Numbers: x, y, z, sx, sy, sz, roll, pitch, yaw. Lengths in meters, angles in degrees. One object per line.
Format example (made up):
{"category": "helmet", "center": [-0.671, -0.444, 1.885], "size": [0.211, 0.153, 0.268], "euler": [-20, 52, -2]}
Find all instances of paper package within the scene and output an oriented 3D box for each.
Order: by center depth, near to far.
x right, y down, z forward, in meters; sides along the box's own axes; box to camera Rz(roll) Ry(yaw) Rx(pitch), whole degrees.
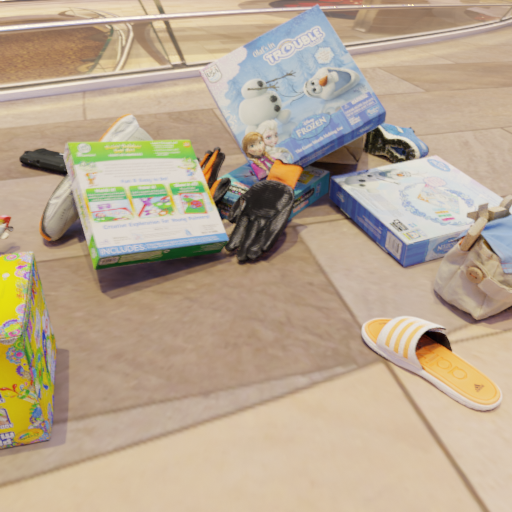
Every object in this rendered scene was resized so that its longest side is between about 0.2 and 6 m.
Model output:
{"category": "paper package", "center": [1.420, -3.499, 14.783], "size": [2.987, 1.621, 3.134], "euler": [9, 18, 9]}

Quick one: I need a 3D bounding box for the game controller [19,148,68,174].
{"category": "game controller", "center": [-5.464, -2.589, 15.302], "size": [1.952, 0.411, 1.018], "euler": [15, 21, 21]}

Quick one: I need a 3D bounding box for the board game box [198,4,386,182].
{"category": "board game box", "center": [0.777, -3.635, 12.743], "size": [3.154, 0.684, 3.139], "euler": [-29, 75, 2]}

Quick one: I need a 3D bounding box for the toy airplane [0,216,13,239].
{"category": "toy airplane", "center": [-5.289, -0.508, 11.207], "size": [0.733, 0.517, 0.729], "euler": [-19, 46, -3]}

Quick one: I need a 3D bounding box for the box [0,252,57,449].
{"category": "box", "center": [-3.565, 1.292, 7.770], "size": [1.196, 1.889, 1.961], "euler": [-8, 33, -12]}

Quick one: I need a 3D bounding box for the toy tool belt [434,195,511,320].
{"category": "toy tool belt", "center": [4.635, -0.202, 10.141], "size": [2.981, 1.832, 1.862], "euler": [-21, 39, -30]}

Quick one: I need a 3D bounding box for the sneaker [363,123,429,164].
{"category": "sneaker", "center": [3.854, -3.259, 15.912], "size": [1.078, 0.950, 2.418], "euler": [-16, 43, -35]}

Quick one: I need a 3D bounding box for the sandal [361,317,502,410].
{"category": "sandal", "center": [2.745, 1.424, 8.687], "size": [0.910, 0.681, 2.375], "euler": [-26, 41, -35]}

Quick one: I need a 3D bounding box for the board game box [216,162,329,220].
{"category": "board game box", "center": [0.244, -1.569, 13.403], "size": [1.977, 0.614, 2.619], "euler": [21, 38, 29]}

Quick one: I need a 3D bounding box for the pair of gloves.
{"category": "pair of gloves", "center": [-0.556, -1.151, 11.968], "size": [2.794, 0.345, 2.489], "euler": [17, 71, 23]}

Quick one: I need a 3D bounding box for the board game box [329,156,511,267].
{"category": "board game box", "center": [3.702, -1.130, 12.549], "size": [3.030, 0.660, 3.045], "euler": [-14, 38, -18]}

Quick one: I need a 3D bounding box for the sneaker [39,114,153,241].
{"category": "sneaker", "center": [-3.285, -1.524, 12.402], "size": [3.465, 1.594, 1.312], "euler": [-56, 16, -22]}

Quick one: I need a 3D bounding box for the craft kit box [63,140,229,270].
{"category": "craft kit box", "center": [-2.191, -1.123, 11.120], "size": [2.641, 0.641, 2.608], "euler": [-8, 67, -30]}
